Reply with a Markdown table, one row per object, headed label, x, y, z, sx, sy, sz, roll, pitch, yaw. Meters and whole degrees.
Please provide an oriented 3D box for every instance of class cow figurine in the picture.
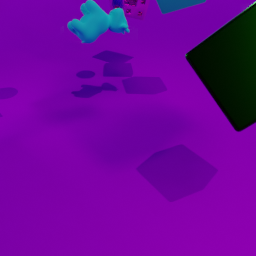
| label | x | y | z | sx | sy | sz | roll | pitch | yaw |
| --- | --- | --- | --- | --- | --- | --- | --- | --- | --- |
| cow figurine | -0.724 | -2.736 | 7.517 | 1.403 | 1.380 | 0.770 | -57 | 28 | -8 |

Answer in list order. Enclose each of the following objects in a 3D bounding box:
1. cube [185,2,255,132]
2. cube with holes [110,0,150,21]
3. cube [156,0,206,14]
| label | x | y | z | sx | sy | sz | roll | pitch | yaw |
| --- | --- | --- | --- | --- | --- | --- | --- | --- | --- |
| cube | 1.583 | -0.721 | 3.586 | 1.126 | 1.126 | 1.126 | 59 | 19 | 11 |
| cube with holes | 0.077 | -4.151 | 8.626 | 1.088 | 1.088 | 1.088 | 9 | 40 | -11 |
| cube | 1.183 | -3.683 | 6.752 | 1.129 | 1.129 | 1.129 | -9 | -15 | 20 |
